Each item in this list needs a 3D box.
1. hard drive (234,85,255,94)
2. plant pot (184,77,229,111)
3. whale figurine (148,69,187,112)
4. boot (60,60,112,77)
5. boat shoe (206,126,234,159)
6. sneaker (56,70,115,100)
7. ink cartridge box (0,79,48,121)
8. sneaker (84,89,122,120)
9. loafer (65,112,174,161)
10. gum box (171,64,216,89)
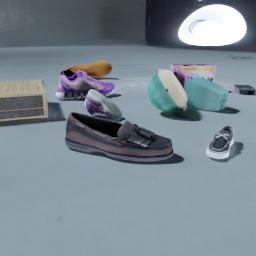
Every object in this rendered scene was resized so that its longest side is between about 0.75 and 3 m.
[{"bbox_3d":[5.287,-1.758,12.754,0.807,0.253,1.197,3,20,8],"label":"hard drive"},{"bbox_3d":[2.830,-1.170,10.165,0.969,0.968,1.370,-18,33,-41],"label":"plant pot"},{"bbox_3d":[1.361,-1.221,9.816,1.119,1.716,2.157,-33,-1,15],"label":"whale figurine"},{"bbox_3d":[-2.340,-3.230,15.751,2.565,0.984,1.992,5,20,17],"label":"boot"},{"bbox_3d":[2.249,0.297,6.683,0.511,0.483,1.425,13,23,31],"label":"boat shoe"},{"bbox_3d":[-1.753,-1.855,11.760,2.542,1.124,1.022,-6,19,-19],"label":"sneaker"},{"bbox_3d":[-3.875,-1.014,9.695,1.993,0.908,2.419,-5,20,-17],"label":"ink cartridge box"},{"bbox_3d":[-0.844,-0.586,9.174,1.345,0.767,0.487,40,36,9],"label":"sneaker"},{"bbox_3d":[-0.277,0.165,6.511,2.680,0.844,0.963,6,21,17],"label":"loafer"},{"bbox_3d":[3.026,-2.336,12.996,2.059,1.169,0.681,0,20,-1],"label":"gum box"}]
